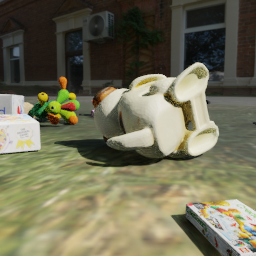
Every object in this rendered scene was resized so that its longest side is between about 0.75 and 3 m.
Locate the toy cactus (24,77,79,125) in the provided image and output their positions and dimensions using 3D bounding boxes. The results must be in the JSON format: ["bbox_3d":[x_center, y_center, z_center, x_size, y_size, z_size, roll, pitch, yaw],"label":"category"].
[{"bbox_3d":[-2.741,-0.690,8.894,2.367,1.467,2.869,-12,19,-13],"label":"toy cactus"}]

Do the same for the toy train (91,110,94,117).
[{"bbox_3d":[-0.394,-0.801,11.148,2.494,0.694,1.873,4,9,31],"label":"toy train"}]

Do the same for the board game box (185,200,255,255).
[{"bbox_3d":[0.786,0.724,2.004,0.475,0.130,0.753,-1,8,-13],"label":"board game box"}]

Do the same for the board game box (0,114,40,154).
[{"bbox_3d":[-3.254,0.115,5.027,2.961,0.507,1.991,-4,9,-26],"label":"board game box"}]

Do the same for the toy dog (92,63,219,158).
[{"bbox_3d":[0.220,-0.120,4.778,1.925,1.386,1.986,-39,28,-27],"label":"toy dog"}]

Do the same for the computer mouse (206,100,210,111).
[{"bbox_3d":[2.318,-0.557,9.189,0.645,0.918,0.211,14,48,22],"label":"computer mouse"}]

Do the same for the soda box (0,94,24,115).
[{"bbox_3d":[-4.443,-0.512,8.064,2.674,0.913,0.848,1,4,2],"label":"soda box"}]
